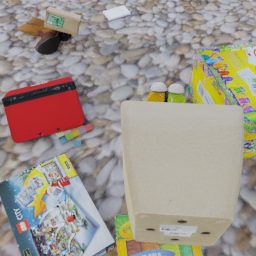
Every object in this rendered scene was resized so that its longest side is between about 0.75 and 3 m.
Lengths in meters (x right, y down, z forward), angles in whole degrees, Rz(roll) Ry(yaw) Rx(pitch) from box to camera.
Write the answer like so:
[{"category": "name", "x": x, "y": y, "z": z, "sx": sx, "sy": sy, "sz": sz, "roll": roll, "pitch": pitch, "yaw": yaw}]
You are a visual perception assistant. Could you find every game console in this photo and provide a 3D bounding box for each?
[{"category": "game console", "x": -2.640, "y": -0.668, "z": 8.874, "sx": 2.197, "sy": 1.304, "sz": 1.893, "roll": -16, "pitch": 21, "yaw": -11}]

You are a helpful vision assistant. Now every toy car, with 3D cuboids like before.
[{"category": "toy car", "x": 1.192, "y": -0.903, "z": 8.776, "sx": 1.195, "sy": 1.046, "sz": 0.896, "roll": 6, "pitch": 18, "yaw": 5}]

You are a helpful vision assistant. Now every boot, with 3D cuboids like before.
[{"category": "boot", "x": -3.499, "y": -3.673, "z": 10.840, "sx": 1.999, "sy": 0.684, "sz": 1.882, "roll": 23, "pitch": 57, "yaw": 17}]

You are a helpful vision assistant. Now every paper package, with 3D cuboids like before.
[{"category": "paper package", "x": -2.338, "y": -3.882, "z": 10.162, "sx": 1.218, "sy": 0.630, "sz": 1.161, "roll": 12, "pitch": 24, "yaw": -15}]

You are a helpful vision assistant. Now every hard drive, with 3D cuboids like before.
[{"category": "hard drive", "x": -0.488, "y": -4.977, "z": 12.125, "sx": 1.007, "sy": 0.128, "sz": 0.665, "roll": -23, "pitch": 57, "yaw": -16}]

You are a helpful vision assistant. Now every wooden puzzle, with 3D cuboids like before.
[{"category": "wooden puzzle", "x": -1.770, "y": -0.120, "z": 8.594, "sx": 1.050, "sy": 0.124, "sz": 1.770, "roll": -25, "pitch": 58, "yaw": -17}]

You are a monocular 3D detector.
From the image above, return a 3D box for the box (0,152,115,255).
[{"category": "box", "x": -1.783, "y": 2.090, "z": 6.738, "sx": 1.873, "sy": 0.517, "sz": 2.743, "roll": -26, "pitch": 58, "yaw": -18}]

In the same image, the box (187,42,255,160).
[{"category": "box", "x": 3.654, "y": -0.871, "z": 8.105, "sx": 2.815, "sy": 1.783, "sz": 2.923, "roll": -10, "pitch": 54, "yaw": -7}]

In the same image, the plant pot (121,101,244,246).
[{"category": "plant pot", "x": 0.844, "y": 0.929, "z": 4.936, "sx": 2.063, "sy": 2.066, "sz": 1.829, "roll": 3, "pitch": 53, "yaw": 3}]

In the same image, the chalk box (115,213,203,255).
[{"category": "chalk box", "x": 0.571, "y": 2.592, "z": 5.720, "sx": 1.584, "sy": 1.576, "sz": 2.546, "roll": -7, "pitch": 55, "yaw": -5}]
